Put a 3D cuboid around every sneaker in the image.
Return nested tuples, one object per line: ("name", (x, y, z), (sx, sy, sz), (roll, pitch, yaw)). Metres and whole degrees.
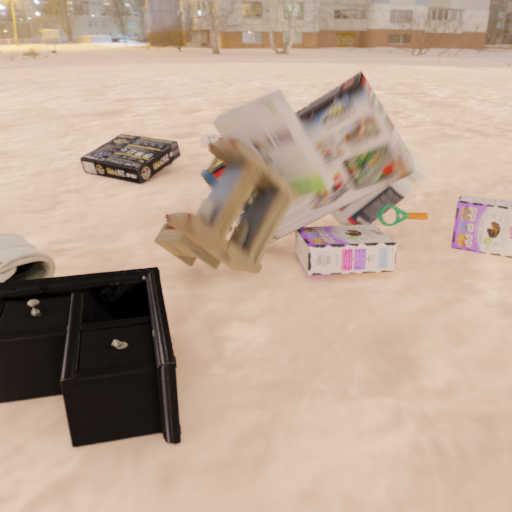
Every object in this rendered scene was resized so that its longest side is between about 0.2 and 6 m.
("sneaker", (-4.683, 0.310, 8.908), (2.801, 1.032, 1.619), (-21, 28, -41))

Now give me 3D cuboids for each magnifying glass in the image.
("magnifying glass", (2.673, -0.729, 10.189), (0.977, 0.389, 0.109), (0, -1, -17))

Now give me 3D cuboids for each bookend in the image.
("bookend", (-2.250, 1.219, 6.768), (2.420, 1.114, 2.404), (-6, 25, -11))

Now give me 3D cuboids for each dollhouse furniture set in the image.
("dollhouse furniture set", (-0.768, -0.789, 9.241), (2.152, 1.508, 1.517), (4, 61, 54))

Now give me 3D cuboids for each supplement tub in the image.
("supplement tub", (2.345, -1.464, 11.417), (1.848, 1.297, 1.297), (-40, 11, 24))

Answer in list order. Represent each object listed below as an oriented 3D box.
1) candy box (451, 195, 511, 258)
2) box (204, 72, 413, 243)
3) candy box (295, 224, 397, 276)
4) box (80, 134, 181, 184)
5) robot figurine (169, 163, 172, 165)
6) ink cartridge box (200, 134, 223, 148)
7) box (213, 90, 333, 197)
("candy box", (4.503, -0.582, 10.910), (1.201, 1.008, 0.430), (11, 27, 24))
("box", (0.875, -1.574, 10.078), (3.353, 1.845, 0.582), (-26, 21, 28))
("candy box", (1.608, -0.138, 10.323), (1.595, 0.571, 1.338), (-2, 18, -5))
("box", (-3.607, -2.840, 16.087), (2.251, 0.553, 1.815), (13, 42, 29))
("robot figurine", (-2.809, -2.997, 16.992), (0.706, 0.441, 0.531), (-23, 25, -37))
("ink cartridge box", (-1.441, -3.939, 19.218), (0.847, 0.359, 0.617), (4, 24, 14))
("box", (0.293, -1.696, 9.143), (1.294, 1.792, 0.326), (-10, 37, 39))
